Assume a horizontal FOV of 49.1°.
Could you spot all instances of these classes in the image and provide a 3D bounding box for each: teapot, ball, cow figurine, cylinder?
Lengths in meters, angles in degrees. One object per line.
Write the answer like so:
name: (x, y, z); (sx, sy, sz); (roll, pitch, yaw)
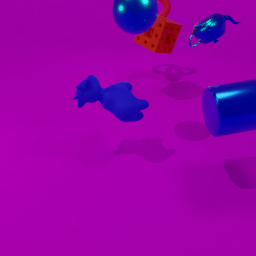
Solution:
teapot: (2.539, -2.946, 8.404); (1.601, 0.784, 0.995); (-27, 21, 19)
ball: (0.166, -2.709, 6.446); (1.070, 1.070, 1.070); (0, 36, 0)
cow figurine: (-0.452, -0.689, 6.894); (1.544, 0.861, 1.569); (-15, 51, -42)
cylinder: (2.287, -0.429, 6.013); (1.095, 1.095, 1.095); (-10, 36, -1)

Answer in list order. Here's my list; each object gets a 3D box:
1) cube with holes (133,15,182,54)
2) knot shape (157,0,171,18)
cube with holes: (1.009, -3.212, 9.528); (1.006, 1.006, 1.006); (38, 32, 30)
knot shape: (0.862, -4.125, 10.849); (0.861, 1.863, 1.744); (20, 52, -26)
